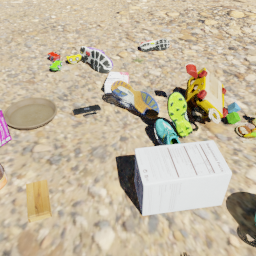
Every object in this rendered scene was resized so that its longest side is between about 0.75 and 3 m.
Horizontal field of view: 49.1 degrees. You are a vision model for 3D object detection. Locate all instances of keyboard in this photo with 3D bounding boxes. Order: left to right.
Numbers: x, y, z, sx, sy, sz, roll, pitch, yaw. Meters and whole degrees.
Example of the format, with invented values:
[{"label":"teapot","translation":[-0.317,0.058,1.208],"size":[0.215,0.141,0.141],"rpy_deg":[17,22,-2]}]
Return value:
[{"label":"keyboard","translation":[-1.599,-0.668,11.128],"size":[1.102,0.114,0.700],"rpy_deg":[-14,34,-16]}]

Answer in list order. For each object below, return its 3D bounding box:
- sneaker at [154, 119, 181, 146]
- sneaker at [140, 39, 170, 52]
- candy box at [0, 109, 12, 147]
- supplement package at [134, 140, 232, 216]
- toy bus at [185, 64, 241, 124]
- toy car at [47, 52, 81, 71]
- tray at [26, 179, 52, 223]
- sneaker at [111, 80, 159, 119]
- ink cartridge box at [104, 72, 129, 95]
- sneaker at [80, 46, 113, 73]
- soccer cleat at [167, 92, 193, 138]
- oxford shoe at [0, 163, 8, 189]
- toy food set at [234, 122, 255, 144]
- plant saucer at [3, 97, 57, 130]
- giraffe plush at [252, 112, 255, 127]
[{"label":"sneaker","translation":[1.392,0.338,9.052],"size":[0.687,0.706,1.773],"rpy_deg":[-13,52,-14]},{"label":"sneaker","translation":[1.519,-4.806,15.963],"size":[1.759,0.677,0.747],"rpy_deg":[-6,34,-8]},{"label":"candy box","translation":[-4.791,0.312,8.899],"size":[0.589,1.317,1.932],"rpy_deg":[21,44,26]},{"label":"supplement package","translation":[1.375,1.325,7.597],"size":[2.262,1.322,1.327],"rpy_deg":[-5,38,-7]},{"label":"toy bus","translation":[2.803,-1.009,10.532],"size":[2.581,1.334,2.435],"rpy_deg":[-6,66,-45]},{"label":"toy car","translation":[-3.457,-3.307,14.239],"size":[1.871,0.417,1.761],"rpy_deg":[7,39,10]},{"label":"tray","translation":[-2.460,1.967,7.691],"size":[0.590,0.221,1.195],"rpy_deg":[-12,41,-14]},{"label":"sneaker","translation":[0.283,-1.049,11.049],"size":[2.169,0.956,0.816],"rpy_deg":[37,71,7]},{"label":"ink cartridge box","translation":[-0.485,-2.003,12.482],"size":[0.891,0.503,1.216],"rpy_deg":[4,38,8]},{"label":"sneaker","translation":[-1.469,-3.637,14.226],"size":[1.072,1.036,2.569],"rpy_deg":[-18,42,-33]},{"label":"soccer cleat","translation":[1.655,-0.493,9.448],"size":[0.683,2.022,0.819],"rpy_deg":[-28,43,0]},{"label":"oxford shoe","translation":[-4.682,1.657,7.446],"size":[0.971,0.993,2.724],"rpy_deg":[30,47,33]},{"label":"toy food set","translation":[4.329,0.080,10.062],"size":[0.834,0.243,1.208],"rpy_deg":[0,38,0]},{"label":"plant saucer","translation":[-3.737,-0.539,10.814],"size":[2.022,0.298,2.022],"rpy_deg":[0,37,0]},{"label":"giraffe plush","translation":[5.236,-0.335,10.212],"size":[0.868,1.071,0.924],"rpy_deg":[11,29,-35]}]
